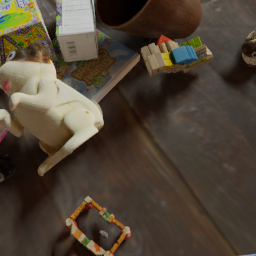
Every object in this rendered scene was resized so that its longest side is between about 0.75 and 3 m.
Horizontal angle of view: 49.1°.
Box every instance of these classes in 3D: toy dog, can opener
[{"bbox_3d":[-1.863,-0.696,6.615,2.663,1.858,2.582,51,51,-5],"label":"toy dog"},{"bbox_3d":[-3.644,1.369,6.837,1.899,0.746,0.602,-36,107,-14],"label":"can opener"},{"bbox_3d":[4.145,-2.629,8.515,1.591,1.145,1.641,24,66,44],"label":"toy dog"}]

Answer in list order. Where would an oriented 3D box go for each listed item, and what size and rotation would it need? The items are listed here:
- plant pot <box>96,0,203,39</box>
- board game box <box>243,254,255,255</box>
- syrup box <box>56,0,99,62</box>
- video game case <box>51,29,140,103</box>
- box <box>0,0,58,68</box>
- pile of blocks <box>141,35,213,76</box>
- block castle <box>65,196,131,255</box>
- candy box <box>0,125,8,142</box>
[{"bbox_3d":[0.907,-3.673,8.188,2.730,2.552,2.552,11,51,-44],"label":"plant pot"},{"bbox_3d":[2.899,3.339,5.845,1.667,0.325,1.317,-5,62,-2],"label":"board game box"},{"bbox_3d":[-1.564,-3.416,8.604,1.090,1.054,2.677,-7,60,-3],"label":"syrup box"},{"bbox_3d":[-1.526,-1.926,8.626,2.639,0.320,2.899,35,67,17],"label":"video game case"},{"bbox_3d":[-3.588,-2.840,8.279,2.247,1.423,2.333,-22,57,-7],"label":"box"},{"bbox_3d":[1.375,-2.079,7.425,2.958,1.214,0.919,-20,87,-53],"label":"pile of blocks"},{"bbox_3d":[-0.676,2.264,6.260,1.341,0.629,0.896,35,63,14],"label":"block castle"},{"bbox_3d":[-4.272,-0.095,7.514,1.880,0.573,1.282,21,64,11],"label":"candy box"}]
